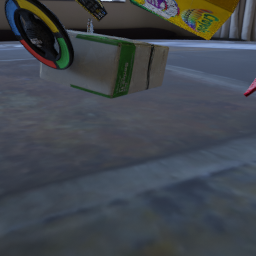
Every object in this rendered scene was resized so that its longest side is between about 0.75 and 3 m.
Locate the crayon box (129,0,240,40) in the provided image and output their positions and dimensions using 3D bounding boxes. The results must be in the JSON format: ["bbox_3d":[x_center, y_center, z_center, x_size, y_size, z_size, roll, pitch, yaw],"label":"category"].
[{"bbox_3d":[1.056,-2.894,5.972,2.296,0.776,2.661,28,11,3],"label":"crayon box"}]

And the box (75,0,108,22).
[{"bbox_3d":[-1.550,-4.324,8.538,0.465,1.503,1.883,-34,-25,19],"label":"box"}]

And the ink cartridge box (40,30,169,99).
[{"bbox_3d":[-0.347,-1.336,5.591,1.650,0.935,2.251,18,21,24],"label":"ink cartridge box"}]

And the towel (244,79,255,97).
[{"bbox_3d":[3.178,-1.205,6.569,0.117,0.753,1.042,42,63,1],"label":"towel"}]

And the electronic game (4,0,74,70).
[{"bbox_3d":[-1.349,-1.419,4.272,1.279,1.279,0.266,15,56,35],"label":"electronic game"}]

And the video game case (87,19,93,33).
[{"bbox_3d":[-1.334,-3.039,9.659,0.103,1.153,0.825,5,-3,-3],"label":"video game case"}]
